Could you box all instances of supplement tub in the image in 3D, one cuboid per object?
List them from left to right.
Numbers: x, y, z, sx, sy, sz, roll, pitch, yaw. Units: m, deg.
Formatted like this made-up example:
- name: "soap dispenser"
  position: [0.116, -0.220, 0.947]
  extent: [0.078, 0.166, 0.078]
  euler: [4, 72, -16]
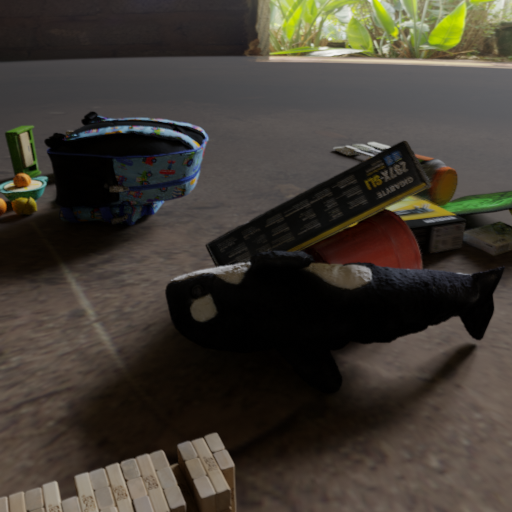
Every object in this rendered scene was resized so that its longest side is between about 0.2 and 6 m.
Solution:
- name: "supplement tub"
  position: [3.632, -1.795, 13.016]
  extent: [1.115, 1.115, 1.819]
  euler: [-19, 31, -35]

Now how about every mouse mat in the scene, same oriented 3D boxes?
- name: "mouse mat"
  position: [4.921, -1.133, 11.763]
  extent: [2.071, 0.097, 2.574]
  euler: [-23, 11, -39]

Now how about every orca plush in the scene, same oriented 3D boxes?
- name: "orca plush"
  position: [1.001, 1.049, 7.272]
  extent: [4.342, 1.543, 2.284]
  euler: [5, -21, -12]

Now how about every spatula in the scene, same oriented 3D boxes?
- name: "spatula"
  position: [3.783, -3.082, 16.998]
  extent: [1.826, 0.211, 2.626]
  euler: [-8, 26, -30]

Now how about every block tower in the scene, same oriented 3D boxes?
- name: "block tower"
  position: [-1.409, 2.290, 4.620]
  extent: [2.595, 0.750, 0.701]
  euler: [-12, 27, -22]

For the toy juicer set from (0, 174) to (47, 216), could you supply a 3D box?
- name: "toy juicer set"
  position: [-5.259, -1.490, 12.887]
  extent: [2.500, 0.680, 1.590]
  euler: [-18, 30, -34]

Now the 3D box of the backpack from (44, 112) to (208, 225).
- name: "backpack"
  position: [-2.569, -1.908, 12.132]
  extent: [3.043, 2.047, 2.778]
  euler: [0, 25, 3]

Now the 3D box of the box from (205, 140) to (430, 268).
- name: "box"
  position: [1.062, -0.723, 8.716]
  extent: [3.149, 0.777, 2.514]
  euler: [-27, 3, 18]

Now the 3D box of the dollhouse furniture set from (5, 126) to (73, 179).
- name: "dollhouse furniture set"
  position: [-4.605, -2.637, 14.613]
  extent: [3.412, 1.317, 1.705]
  euler: [4, 26, 9]

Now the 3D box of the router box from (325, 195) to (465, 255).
- name: "router box"
  position: [2.480, -0.596, 10.943]
  extent: [2.401, 0.627, 1.888]
  euler: [-9, 25, -20]

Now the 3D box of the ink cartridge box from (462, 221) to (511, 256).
- name: "ink cartridge box"
  position: [4.640, -0.413, 11.080]
  extent: [1.135, 0.231, 1.137]
  euler: [-14, 28, -28]

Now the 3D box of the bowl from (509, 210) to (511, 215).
- name: "bowl"
  position: [5.842, -0.876, 11.324]
  extent: [1.353, 0.728, 1.353]
  euler: [-14, 8, 2]

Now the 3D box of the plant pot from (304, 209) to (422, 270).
- name: "plant pot"
  position: [1.555, 0.142, 8.676]
  extent: [1.385, 1.424, 1.424]
  euler: [-19, 30, -20]
